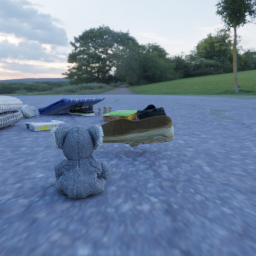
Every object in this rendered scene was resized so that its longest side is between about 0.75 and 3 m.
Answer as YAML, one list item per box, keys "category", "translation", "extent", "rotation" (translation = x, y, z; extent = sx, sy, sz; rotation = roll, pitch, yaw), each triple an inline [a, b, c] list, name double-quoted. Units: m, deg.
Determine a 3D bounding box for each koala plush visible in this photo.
- category: "koala plush"
  translation: [-0.559, 0.343, 3.263]
  extent: [0.696, 0.785, 0.721]
  rotation: [0, 9, -4]

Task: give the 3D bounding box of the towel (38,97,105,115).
- category: "towel"
  translation: [-2.563, -1.073, 12.844]
  extent: [1.905, 0.314, 2.631]
  rotation: [-17, -3, 34]

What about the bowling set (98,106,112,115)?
- category: "bowling set"
  translation: [-0.921, -0.783, 12.404]
  extent: [0.772, 0.415, 0.538]
  rotation: [5, 10, 27]

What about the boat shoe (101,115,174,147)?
- category: "boat shoe"
  translation: [0.102, 0.131, 5.154]
  extent: [1.483, 0.482, 0.535]
  rotation: [-8, 37, 11]

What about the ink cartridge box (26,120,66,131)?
- category: "ink cartridge box"
  translation: [-2.433, -0.079, 8.294]
  extent: [0.921, 0.217, 0.911]
  rotation: [-3, 7, -33]

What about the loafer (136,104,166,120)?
- category: "loafer"
  translation: [0.831, -0.559, 10.138]
  extent: [0.592, 0.612, 1.743]
  rotation: [-4, 9, -25]

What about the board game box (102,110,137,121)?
- category: "board game box"
  translation: [-0.200, -0.496, 10.877]
  extent: [1.006, 0.316, 2.106]
  rotation: [2, 6, 17]

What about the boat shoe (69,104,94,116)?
- category: "boat shoe"
  translation: [-2.058, -0.808, 12.315]
  extent: [0.593, 0.484, 1.606]
  rotation: [-7, 11, -41]

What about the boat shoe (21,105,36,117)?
- category: "boat shoe"
  translation: [-4.170, -0.643, 11.546]
  extent: [0.453, 0.526, 1.461]
  rotation: [-18, 2, -3]

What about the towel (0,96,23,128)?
- category: "towel"
  translation: [-4.508, -0.433, 8.243]
  extent: [2.267, 0.970, 1.877]
  rotation: [2, 10, 1]
